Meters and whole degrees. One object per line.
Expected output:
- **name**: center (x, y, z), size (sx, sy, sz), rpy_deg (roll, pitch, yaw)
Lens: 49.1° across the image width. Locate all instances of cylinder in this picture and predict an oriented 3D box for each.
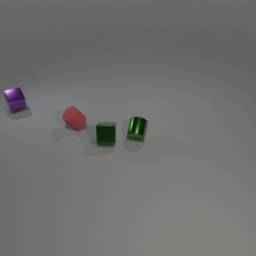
- **cylinder**: center (0.360, 0.022, 10.606), size (0.700, 0.700, 0.700), rpy_deg (8, 69, 12)
- **cylinder**: center (-2.144, -0.394, 11.210), size (0.700, 0.700, 0.700), rpy_deg (-21, 46, 23)

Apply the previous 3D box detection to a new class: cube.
- **cube**: center (-0.803, 0.175, 10.417), size (0.700, 0.700, 0.700), rpy_deg (-1, 11, -1)
- **cube**: center (-4.991, -1.261, 12.389), size (0.700, 0.700, 0.700), rpy_deg (-23, 71, -28)
